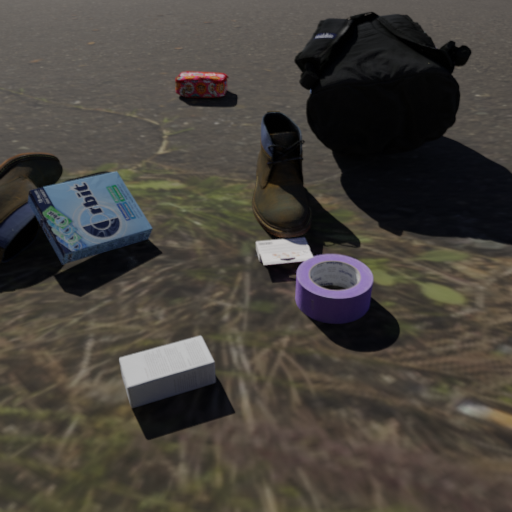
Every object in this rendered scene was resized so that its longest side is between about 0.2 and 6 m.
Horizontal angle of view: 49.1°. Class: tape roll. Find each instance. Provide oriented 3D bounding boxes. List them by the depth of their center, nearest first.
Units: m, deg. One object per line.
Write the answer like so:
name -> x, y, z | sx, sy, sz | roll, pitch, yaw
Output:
tape roll -> 1.236, 0.509, 8.961 | 1.207, 0.513, 1.207 | 0, 33, 0

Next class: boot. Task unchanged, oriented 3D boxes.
boot -> -4.548, -0.928, 10.920 | 1.637, 1.262, 3.378 | 32, 36, 7
boot -> 0.435, -1.709, 11.317 | 1.197, 1.553, 3.204 | -7, 34, -3

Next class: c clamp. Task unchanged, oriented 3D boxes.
c clamp -> -3.683, -1.504, 12.320 | 1.488, 0.201, 1.271 | -24, 35, -29

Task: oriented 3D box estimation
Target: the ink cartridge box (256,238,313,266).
ink cartridge box -> 0.511, -0.017, 10.021 | 0.926, 0.207, 0.816 | -5, 33, -7

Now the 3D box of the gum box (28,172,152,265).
gum box -> -3.018, -0.736, 10.247 | 1.725, 0.384, 1.466 | -21, 67, -37

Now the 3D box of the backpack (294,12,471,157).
backpack -> 2.863, -4.348, 14.016 | 3.775, 2.864, 4.524 | -1, 37, 4

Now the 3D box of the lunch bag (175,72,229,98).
lunch bag -> -1.714, -5.519, 17.962 | 1.608, 0.659, 1.417 | 4, 29, 4

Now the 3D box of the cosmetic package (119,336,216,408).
cosmetic package -> -1.182, 1.539, 7.494 | 1.160, 0.413, 0.588 | -13, 36, -18
